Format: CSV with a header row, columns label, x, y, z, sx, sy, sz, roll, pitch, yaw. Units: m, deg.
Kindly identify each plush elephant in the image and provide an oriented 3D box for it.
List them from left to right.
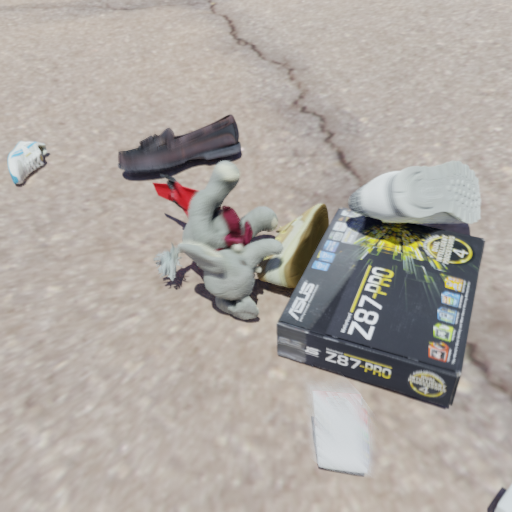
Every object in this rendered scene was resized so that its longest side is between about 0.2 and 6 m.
label,x,y,z,sx,sy,sz,roll,pitch,yaw
plush elephant,-0.435,-0.068,9.343,2.356,1.940,1.824,-41,49,-6

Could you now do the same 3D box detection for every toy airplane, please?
label,x,y,z,sx,sy,sz,roll,pitch,yaw
toy airplane,-1.273,-0.876,10.602,1.829,1.829,0.336,24,66,25

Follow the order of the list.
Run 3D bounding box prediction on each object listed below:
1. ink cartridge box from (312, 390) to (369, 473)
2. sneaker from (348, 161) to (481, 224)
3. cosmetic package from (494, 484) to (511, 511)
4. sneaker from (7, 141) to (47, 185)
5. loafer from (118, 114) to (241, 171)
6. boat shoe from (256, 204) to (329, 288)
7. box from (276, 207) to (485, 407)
label,x,y,z,sx,sy,sz,roll,pitch,yaw
ink cartridge box,1.083,2.164,7.106,0.638,1.171,0.295,0,20,20
sneaker,3.001,-1.061,10.137,2.970,1.134,1.195,2,-10,-39
cosmetic package,3.202,3.149,6.775,0.521,0.436,0.433,32,51,32
sneaker,-5.268,-2.189,12.883,0.609,0.577,1.508,-2,42,-2
loafer,-1.788,-2.647,12.970,2.955,0.931,1.062,-13,25,-20
boat shoe,0.720,-0.282,10.406,0.803,0.896,2.420,1,29,26
box,2.199,0.627,9.396,2.742,0.835,3.401,14,42,20
